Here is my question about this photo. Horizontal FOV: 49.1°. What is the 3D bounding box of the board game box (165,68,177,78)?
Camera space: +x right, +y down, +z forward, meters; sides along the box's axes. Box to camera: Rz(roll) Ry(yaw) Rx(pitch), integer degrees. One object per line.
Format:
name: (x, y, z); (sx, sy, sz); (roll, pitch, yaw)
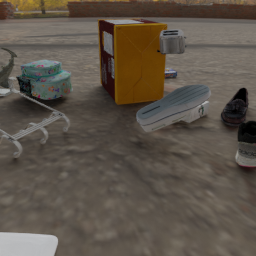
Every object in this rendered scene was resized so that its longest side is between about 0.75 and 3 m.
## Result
board game box: (1.561, -2.609, 13.327); (1.311, 0.226, 0.887); (-7, 27, -14)

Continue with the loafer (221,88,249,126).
loafer: (3.467, -0.731, 8.966); (0.759, 0.665, 2.112); (13, 29, 25)

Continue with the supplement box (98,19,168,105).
supplement box: (0.051, -2.627, 10.576); (1.784, 2.650, 2.686); (-8, 27, -16)

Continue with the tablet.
tablet: (-1.970, 2.278, 3.369); (1.667, 0.175, 2.562); (1, 26, 2)

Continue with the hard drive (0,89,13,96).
hard drive: (-5.038, -1.406, 10.995); (0.866, 0.114, 0.571); (5, 26, 11)

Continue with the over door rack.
over door rack: (-3.109, -0.304, 7.671); (2.493, 0.830, 1.842); (34, 38, 17)

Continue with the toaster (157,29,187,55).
toaster: (1.335, -2.670, 8.685); (0.952, 0.615, 0.541); (2, 47, 15)

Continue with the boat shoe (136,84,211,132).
boat shoe: (1.240, -0.518, 7.561); (2.047, 0.683, 0.753); (-20, 44, 9)

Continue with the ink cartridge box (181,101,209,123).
ink cartridge box: (1.979, -0.613, 8.972); (1.073, 0.452, 0.784); (-23, 34, -39)

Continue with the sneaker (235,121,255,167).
sneaker: (3.112, 0.157, 6.913); (0.730, 0.866, 1.980); (13, 29, 25)

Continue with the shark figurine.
shark figurine: (-5.039, -2.177, 11.499); (0.971, 2.327, 1.390); (53, 13, 14)

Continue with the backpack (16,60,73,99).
backpack: (-3.016, -1.782, 10.468); (1.845, 1.389, 1.638); (23, 34, 29)
